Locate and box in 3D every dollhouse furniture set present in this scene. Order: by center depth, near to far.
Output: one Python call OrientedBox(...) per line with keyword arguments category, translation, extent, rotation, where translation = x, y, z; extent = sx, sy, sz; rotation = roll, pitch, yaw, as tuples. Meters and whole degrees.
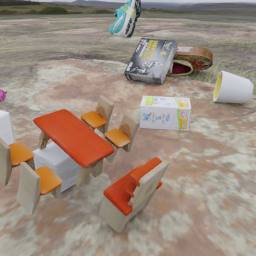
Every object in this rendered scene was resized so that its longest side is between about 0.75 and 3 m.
OrientedBox(category="dollhouse furniture set", translation=(-0.691, 0.482, 5.489), extent=(2.795, 1.455, 2.825), rotation=(37, 40, 23))

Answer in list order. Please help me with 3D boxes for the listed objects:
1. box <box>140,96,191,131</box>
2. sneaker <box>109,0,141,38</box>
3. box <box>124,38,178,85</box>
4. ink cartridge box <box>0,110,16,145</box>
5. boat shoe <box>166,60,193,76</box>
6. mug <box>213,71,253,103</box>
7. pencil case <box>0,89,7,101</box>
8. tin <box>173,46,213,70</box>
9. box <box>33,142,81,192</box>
OrientedBox(category="box", translation=(1.193, -0.483, 8.964), extent=(1.551, 0.786, 0.872), rotation=(4, 28, 8))
OrientedBox(category="sneaker", translation=(-0.068, -4.372, 10.496), extent=(0.872, 0.848, 2.189), rotation=(14, 71, 19))
OrientedBox(category="box", translation=(1.099, -3.206, 13.251), extent=(1.837, 0.561, 2.319), rotation=(14, 65, 26))
OrientedBox(category="ink cartridge box", translation=(-4.678, 0.197, 7.198), extent=(2.803, 1.177, 2.039), rotation=(12, 30, 23))
OrientedBox(category="boat shoe", translation=(2.046, -3.010, 13.824), extent=(2.378, 0.880, 0.789), rotation=(-2, 21, -4))
OrientedBox(category="mug", translation=(4.035, -1.545, 10.741), extent=(1.219, 1.189, 1.484), rotation=(12, 35, 5))
OrientedBox(category="pencil case", translation=(-5.299, -1.376, 11.045), extent=(1.049, 0.492, 0.476), rotation=(12, 35, 24))
OrientedBox(category="tin", translation=(2.826, -3.580, 14.280), extent=(2.945, 0.617, 1.649), rotation=(8, -9, 14))
OrientedBox(category="box", translation=(-1.527, 0.819, 6.430), extent=(0.900, 0.771, 0.895), rotation=(21, 34, 36))
